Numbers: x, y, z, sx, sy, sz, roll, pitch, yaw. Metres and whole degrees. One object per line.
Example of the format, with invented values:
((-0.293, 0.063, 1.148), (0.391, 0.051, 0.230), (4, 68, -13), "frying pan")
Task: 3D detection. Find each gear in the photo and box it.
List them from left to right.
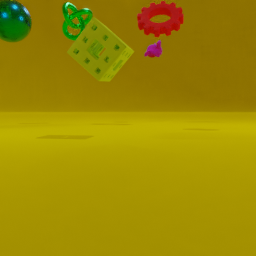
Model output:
((1.181, -4.012, 10.273), (1.666, 1.666, 0.308), (1, -33, 10), "gear")

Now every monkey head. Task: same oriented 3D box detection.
((1.171, -3.564, 12.548), (0.666, 0.795, 1.106), (20, 48, 22), "monkey head")

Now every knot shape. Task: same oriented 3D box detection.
((-2.094, -4.153, 11.112), (1.422, 1.331, 0.657), (2, 22, -43), "knot shape")

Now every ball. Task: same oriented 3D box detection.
((-3.510, -3.181, 8.334), (1.226, 1.226, 1.226), (0, 4, 0), "ball")

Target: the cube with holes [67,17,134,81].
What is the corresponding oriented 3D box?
((-0.502, -1.481, 5.451), (0.806, 0.806, 0.806), (42, 14, 2), "cube with holes")
